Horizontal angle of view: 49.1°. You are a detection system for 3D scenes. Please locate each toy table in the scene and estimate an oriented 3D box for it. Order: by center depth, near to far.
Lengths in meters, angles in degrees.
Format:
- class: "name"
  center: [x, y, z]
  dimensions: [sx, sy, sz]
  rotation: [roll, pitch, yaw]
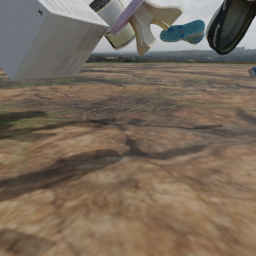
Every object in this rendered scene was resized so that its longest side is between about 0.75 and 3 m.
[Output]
- class: "toy table"
  center: [0.583, -3.356, 8.798]
  dimensions: [2.092, 1.333, 2.276]
  rotation: [-51, 10, -29]

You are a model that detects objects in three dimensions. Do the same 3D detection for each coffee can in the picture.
- class: "coffee can"
  center: [-0.556, -4.085, 10.631]
  dimensions: [1.305, 1.783, 1.305]
  rotation: [-27, 36, 21]

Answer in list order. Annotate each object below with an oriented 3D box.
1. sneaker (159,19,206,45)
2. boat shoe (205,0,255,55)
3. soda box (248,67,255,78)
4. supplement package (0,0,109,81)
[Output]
- class: "sneaker"
  center: [1.975, -3.222, 9.913]
  dimensions: [1.588, 0.632, 1.037]
  rotation: [-5, -8, 20]
- class: "boat shoe"
  center: [2.615, -2.896, 6.210]
  dimensions: [1.001, 2.648, 0.799]
  rotation: [6, 41, -10]
- class: "soda box"
  center: [4.353, -1.883, 8.996]
  dimensions: [0.936, 0.298, 0.320]
  rotation: [-18, -1, -16]
- class: "supplement package"
  center: [-2.620, -3.088, 8.599]
  dimensions: [2.251, 2.268, 2.988]
  rotation: [46, 26, 9]
